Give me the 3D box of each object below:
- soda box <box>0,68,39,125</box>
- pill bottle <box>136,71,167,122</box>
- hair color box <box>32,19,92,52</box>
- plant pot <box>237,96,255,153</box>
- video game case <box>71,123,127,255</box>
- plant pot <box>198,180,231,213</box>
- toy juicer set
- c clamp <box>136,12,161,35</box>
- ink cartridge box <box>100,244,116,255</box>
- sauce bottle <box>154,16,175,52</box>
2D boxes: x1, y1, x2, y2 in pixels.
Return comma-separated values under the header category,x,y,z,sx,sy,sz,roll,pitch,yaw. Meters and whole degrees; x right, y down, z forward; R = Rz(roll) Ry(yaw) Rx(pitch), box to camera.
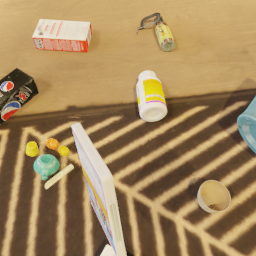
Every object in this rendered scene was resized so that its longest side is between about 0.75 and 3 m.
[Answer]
category,x,y,z,sx,sy,sz,roll,pitch,yaw
soda box,-4.861,-0.973,10.648,1.027,0.919,2.902,32,62,19
pill bottle,0.863,-1.284,10.809,1.018,1.018,1.954,-4,55,-3
hair color box,-3.003,-4.291,13.025,2.434,0.778,1.350,5,56,2
plant pot,5.366,-0.342,9.216,2.789,2.969,2.969,-35,61,-5
video game case,-0.623,1.394,6.079,0.226,2.596,1.856,-20,38,-18
plant pot,2.540,2.193,8.605,0.977,0.656,0.977,6,54,-9
toy juicer set,-2.528,1.163,9.483,1.302,0.557,2.047,-17,50,-30
c clamp,1.019,-5.111,13.625,1.293,0.175,1.105,-16,51,28
ink cartridge box,-0.238,3.930,7.517,1.301,0.552,0.947,25,59,18
sauce bottle,1.666,-4.514,13.250,0.679,0.679,2.098,-9,55,-6
